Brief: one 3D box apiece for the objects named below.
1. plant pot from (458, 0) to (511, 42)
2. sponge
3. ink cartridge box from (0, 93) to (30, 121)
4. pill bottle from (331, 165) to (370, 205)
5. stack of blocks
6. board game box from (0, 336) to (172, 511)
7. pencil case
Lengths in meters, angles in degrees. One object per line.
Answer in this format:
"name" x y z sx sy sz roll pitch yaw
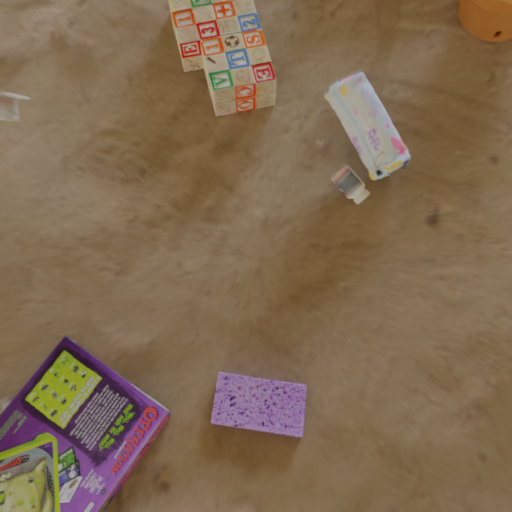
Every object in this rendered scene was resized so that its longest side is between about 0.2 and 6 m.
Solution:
"plant pot" 4.107 -4.400 9.326 1.627 1.139 1.627 0 70 0
"sponge" 0.048 1.973 7.433 1.216 0.181 0.678 8 69 3
"ink cartridge box" -3.609 -2.003 7.479 0.994 0.576 0.331 5 100 6
"pill bottle" 1.435 -1.062 8.457 0.334 0.334 0.559 -41 88 -14
"stack of blocks" -0.601 -3.509 9.223 1.354 0.689 2.352 -13 70 -5
"board game box" -2.662 2.724 7.042 1.787 0.481 2.978 32 73 16
"pencil case" 1.640 -1.910 8.331 0.715 0.655 1.575 -36 100 -30
